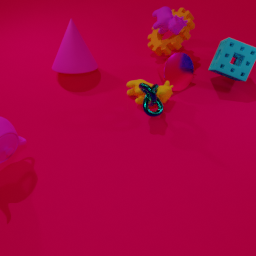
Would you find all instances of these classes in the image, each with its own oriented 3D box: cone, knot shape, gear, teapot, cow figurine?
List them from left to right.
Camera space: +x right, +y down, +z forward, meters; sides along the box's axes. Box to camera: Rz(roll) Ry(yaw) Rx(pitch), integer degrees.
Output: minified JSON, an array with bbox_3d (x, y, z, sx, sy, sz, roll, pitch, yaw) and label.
[{"bbox_3d":[-3.265,0.372,6.853,0.960,1.219,1.961,29,13,18],"label":"teapot"},{"bbox_3d":[-1.938,-2.984,9.941,1.682,1.688,1.682,0,27,0],"label":"cone"},{"bbox_3d":[0.762,-1.264,9.415,1.304,0.728,1.326,-20,41,-21],"label":"cow figurine"},{"bbox_3d":[0.721,-0.840,8.475,0.516,1.117,1.045,-14,80,21],"label":"knot shape"},{"bbox_3d":[1.430,-2.087,10.172,1.330,1.330,1.335,-27,27,-22],"label":"cone"},{"bbox_3d":[1.511,-3.924,10.133,1.258,0.702,1.279,-18,66,40],"label":"cow figurine"},{"bbox_3d":[1.641,-3.737,10.898,1.940,0.359,1.940,-25,49,33],"label":"gear"}]

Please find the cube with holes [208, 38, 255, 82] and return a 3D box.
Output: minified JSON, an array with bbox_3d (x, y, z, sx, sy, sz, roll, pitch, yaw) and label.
[{"bbox_3d":[3.587,-2.313,9.602,1.088,1.088,1.088,21,12,0],"label":"cube with holes"}]
